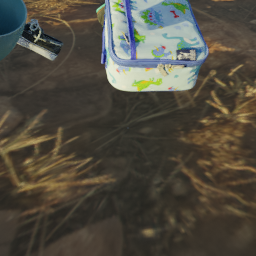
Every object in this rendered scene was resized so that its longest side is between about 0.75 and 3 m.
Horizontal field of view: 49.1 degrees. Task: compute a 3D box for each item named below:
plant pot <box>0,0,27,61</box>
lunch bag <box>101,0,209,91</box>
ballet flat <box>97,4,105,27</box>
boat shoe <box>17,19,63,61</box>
[{"bbox_3d":[-2.046,-1.275,3.629,1.293,0.871,1.293,15,50,-18],"label":"plant pot"},{"bbox_3d":[0.491,-2.140,6.581,2.229,1.143,2.772,0,56,-5],"label":"lunch bag"},{"bbox_3d":[0.303,-3.671,7.941,2.674,0.914,0.909,-29,6,30],"label":"ballet flat"},{"bbox_3d":[-1.930,-1.895,5.656,1.552,0.530,0.573,23,22,-54],"label":"boat shoe"}]
